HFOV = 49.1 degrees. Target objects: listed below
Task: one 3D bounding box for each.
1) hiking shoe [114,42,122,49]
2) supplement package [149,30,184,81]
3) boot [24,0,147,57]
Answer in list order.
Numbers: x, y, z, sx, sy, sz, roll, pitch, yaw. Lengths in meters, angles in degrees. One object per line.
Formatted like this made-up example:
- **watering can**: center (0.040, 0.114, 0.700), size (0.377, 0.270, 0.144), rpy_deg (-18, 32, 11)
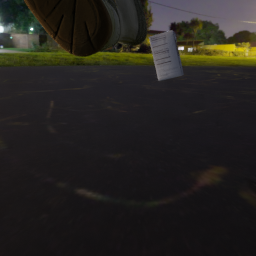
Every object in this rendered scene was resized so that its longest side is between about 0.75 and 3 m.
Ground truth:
- **hiking shoe**: center (-0.415, -3.464, 10.903), size (0.339, 0.451, 0.895), rpy_deg (-8, 57, 9)
- **supplement package**: center (1.401, -2.574, 10.069), size (0.862, 1.574, 0.895), rpy_deg (-11, 10, 17)
- **boot**: center (-0.681, -1.913, 3.302), size (0.827, 2.294, 1.774), rpy_deg (-33, 4, 26)
